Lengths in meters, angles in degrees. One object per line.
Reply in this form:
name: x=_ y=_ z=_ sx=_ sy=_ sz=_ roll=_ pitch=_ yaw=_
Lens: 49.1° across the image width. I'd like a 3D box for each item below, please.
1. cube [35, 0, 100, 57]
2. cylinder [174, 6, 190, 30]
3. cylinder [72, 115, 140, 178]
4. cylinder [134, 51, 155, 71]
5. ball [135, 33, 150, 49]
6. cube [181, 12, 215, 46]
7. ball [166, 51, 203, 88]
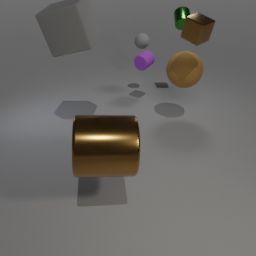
cube: x=-1.899 y=-3.357 z=9.208 sx=1.400 sy=1.400 sz=1.400 roll=-8 pitch=35 yaw=15
cylinder: x=2.360 y=-4.743 z=12.134 sx=0.700 sy=0.700 sz=0.700 roll=0 pitch=66 yaw=-1
cylinder: x=-0.517 y=0.405 z=6.354 sx=1.400 sy=1.400 sz=1.400 roll=0 pitch=29 yaw=-7
cylinder: x=0.739 y=-3.048 z=12.657 sx=0.700 sy=0.700 sz=0.700 roll=19 pitch=43 yaw=30
ball: x=0.654 y=-4.055 z=13.066 sx=0.700 sy=0.700 sz=0.700 roll=0 pitch=30 yaw=0
cube: x=2.247 y=-3.194 z=9.039 sx=0.700 sy=0.700 sz=0.700 roll=-31 pitch=57 yaw=-33
ball: x=2.190 y=-2.252 z=10.840 sx=1.400 sy=1.400 sz=1.400 roll=0 pitch=30 yaw=0
